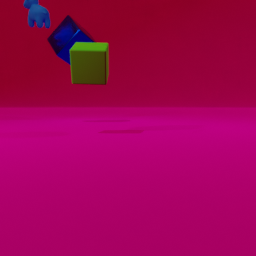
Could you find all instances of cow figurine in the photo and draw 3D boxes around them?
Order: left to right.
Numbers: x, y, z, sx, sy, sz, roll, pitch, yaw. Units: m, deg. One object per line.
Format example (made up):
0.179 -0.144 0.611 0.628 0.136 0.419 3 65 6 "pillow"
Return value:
-3.233 -4.214 9.940 0.696 1.248 1.268 -14 26 -42 "cow figurine"

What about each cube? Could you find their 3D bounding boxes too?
-2.029 -3.166 10.540 1.247 1.247 1.247 30 20 -51 "cube"
-0.832 -1.443 6.230 0.754 0.754 0.754 1 28 0 "cube"
